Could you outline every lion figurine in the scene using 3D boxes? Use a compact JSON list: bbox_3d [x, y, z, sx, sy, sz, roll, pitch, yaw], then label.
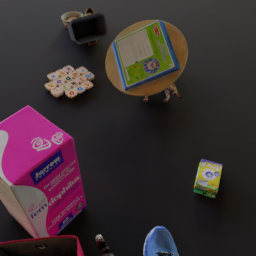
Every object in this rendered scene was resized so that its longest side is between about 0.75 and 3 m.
[{"bbox_3d":[0.947,-1.335,9.110,1.552,0.562,0.951,5,53,-3],"label":"lion figurine"}]

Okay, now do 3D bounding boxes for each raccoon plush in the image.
[{"bbox_3d":[-0.560,2.760,5.486,0.716,0.517,1.069,-30,47,-16],"label":"raccoon plush"}]

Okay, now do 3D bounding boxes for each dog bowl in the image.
[{"bbox_3d":[-2.423,-4.726,12.305,0.980,0.361,0.980,0,48,1],"label":"dog bowl"}]

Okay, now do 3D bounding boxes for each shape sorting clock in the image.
[{"bbox_3d":[0.559,-2.265,8.995,2.699,0.529,2.699,-7,72,21],"label":"shape sorting clock"}]

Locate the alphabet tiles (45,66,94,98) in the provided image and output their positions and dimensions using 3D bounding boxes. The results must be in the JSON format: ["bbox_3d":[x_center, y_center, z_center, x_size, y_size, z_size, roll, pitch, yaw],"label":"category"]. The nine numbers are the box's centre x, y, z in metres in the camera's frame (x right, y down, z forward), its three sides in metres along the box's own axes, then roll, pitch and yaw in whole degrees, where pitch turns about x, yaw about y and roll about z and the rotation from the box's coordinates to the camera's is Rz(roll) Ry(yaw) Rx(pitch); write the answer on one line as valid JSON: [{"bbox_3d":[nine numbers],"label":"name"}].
[{"bbox_3d":[-1.996,-1.606,9.638,1.597,0.117,1.562,-33,55,-26],"label":"alphabet tiles"}]

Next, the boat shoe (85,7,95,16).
[{"bbox_3d":[-1.700,-4.808,12.297,0.528,0.474,1.427,-6,48,-5],"label":"boat shoe"}]

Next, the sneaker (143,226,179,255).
[{"bbox_3d":[0.789,2.729,5.129,0.768,0.872,1.956,3,48,-14],"label":"sneaker"}]

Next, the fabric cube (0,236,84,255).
[{"bbox_3d":[-1.446,2.833,4.728,1.415,1.438,1.442,-4,48,-3],"label":"fabric cube"}]

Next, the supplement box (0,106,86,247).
[{"bbox_3d":[-1.820,1.049,5.564,1.327,2.568,1.299,32,55,25],"label":"supplement box"}]

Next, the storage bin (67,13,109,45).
[{"bbox_3d":[-1.664,-3.899,11.229,1.488,1.083,1.000,-23,24,-19],"label":"storage bin"}]

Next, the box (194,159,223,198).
[{"bbox_3d":[1.995,1.253,6.976,0.558,0.230,0.951,15,51,14],"label":"box"}]
